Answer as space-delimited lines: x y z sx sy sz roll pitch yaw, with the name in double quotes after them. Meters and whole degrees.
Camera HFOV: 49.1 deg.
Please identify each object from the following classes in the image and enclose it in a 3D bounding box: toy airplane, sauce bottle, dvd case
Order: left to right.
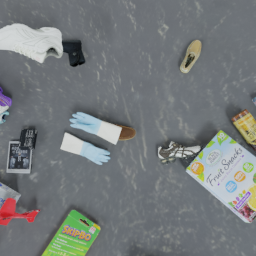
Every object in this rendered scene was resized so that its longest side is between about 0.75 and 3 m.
-4.164 3.217 10.337 1.867 1.867 0.343 -19 50 -3 "toy airplane"
-4.281 1.160 11.124 0.949 0.156 1.262 1 82 -1 "dvd case"
5.006 0.354 10.957 0.756 0.756 2.290 -35 83 -5 "sauce bottle"

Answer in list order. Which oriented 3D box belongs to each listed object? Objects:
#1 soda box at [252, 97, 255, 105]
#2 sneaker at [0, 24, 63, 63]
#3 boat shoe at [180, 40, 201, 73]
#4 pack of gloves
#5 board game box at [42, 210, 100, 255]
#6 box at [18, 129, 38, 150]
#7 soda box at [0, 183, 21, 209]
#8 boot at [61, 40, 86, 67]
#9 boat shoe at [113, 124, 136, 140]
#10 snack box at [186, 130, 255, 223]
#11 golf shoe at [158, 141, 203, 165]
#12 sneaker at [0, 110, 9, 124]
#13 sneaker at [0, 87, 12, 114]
5.538 -0.807 11.314 0.386 0.359 1.129 -31 82 -4 "soda box"
-3.239 -2.744 9.370 2.368 0.923 1.177 -12 76 -30 "sneaker"
2.652 -2.996 11.525 0.552 0.586 1.540 23 82 3 "boat shoe"
-1.495 0.442 10.803 2.063 0.407 1.733 21 103 4 "pack of gloves"
-2.300 4.583 10.502 1.336 0.419 2.797 33 85 4 "board game box"
-3.932 0.439 11.030 0.566 0.316 0.802 2 61 -2 "box"
-5.202 2.371 10.693 2.023 0.642 0.691 29 83 4 "soda box"
-2.441 -3.056 11.583 1.253 0.478 1.053 -9 78 -8 "boot"
-0.512 0.146 11.071 1.644 0.555 0.592 6 82 1 "boat shoe"
3.939 1.787 10.499 2.872 0.761 2.043 41 83 16 "snack box"
2.017 0.855 10.916 1.739 0.676 0.822 -15 82 -3 "golf shoe"
-5.221 -0.308 11.218 0.471 0.424 1.092 33 83 1 "sneaker"
-5.805 -1.503 11.230 2.846 1.147 1.187 38 45 14 "sneaker"
